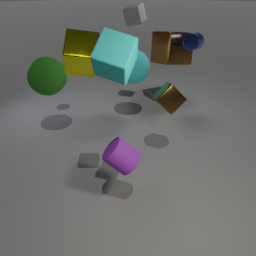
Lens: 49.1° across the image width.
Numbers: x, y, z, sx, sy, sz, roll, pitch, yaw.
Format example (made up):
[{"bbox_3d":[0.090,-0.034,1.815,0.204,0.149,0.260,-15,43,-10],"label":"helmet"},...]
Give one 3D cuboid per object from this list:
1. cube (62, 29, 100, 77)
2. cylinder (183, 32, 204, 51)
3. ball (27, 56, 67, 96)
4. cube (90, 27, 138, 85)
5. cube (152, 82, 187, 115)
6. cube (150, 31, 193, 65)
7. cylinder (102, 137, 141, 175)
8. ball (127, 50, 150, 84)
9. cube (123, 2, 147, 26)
[{"bbox_3d":[-0.997,-1.600,6.037,0.700,0.700,0.700,5,66,-7],"label":"cube"},{"bbox_3d":[2.731,-3.598,11.642,0.700,0.700,0.700,15,25,26],"label":"cylinder"},{"bbox_3d":[-2.943,-1.882,10.189,1.400,1.400,1.400,0,28,0],"label":"ball"},{"bbox_3d":[-0.251,-1.374,5.436,0.700,0.700,0.700,20,74,6],"label":"cube"},{"bbox_3d":[1.312,-0.953,8.982,0.700,0.700,0.700,-46,17,7],"label":"cube"},{"bbox_3d":[2.017,-3.681,12.904,1.400,1.400,1.400,-7,20,-29],"label":"cube"},{"bbox_3d":[-0.163,0.696,6.922,0.700,0.700,0.700,38,23,-17],"label":"cylinder"},{"bbox_3d":[0.215,-2.520,11.595,1.400,1.400,1.400,0,28,0],"label":"ball"},{"bbox_3d":[0.285,-4.723,11.651,0.700,0.700,0.700,1,36,26],"label":"cube"}]
